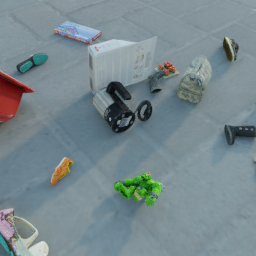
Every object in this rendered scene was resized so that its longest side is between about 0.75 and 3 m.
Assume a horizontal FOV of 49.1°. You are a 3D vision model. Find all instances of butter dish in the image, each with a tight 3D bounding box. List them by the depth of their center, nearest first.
[{"bbox_3d":[-5.207,-0.847,9.626,2.977,2.986,2.207,2,83,8],"label":"butter dish"}]

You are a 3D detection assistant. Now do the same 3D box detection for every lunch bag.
[{"bbox_3d":[2.681,-1.980,11.172,1.117,1.344,1.603,19,50,17],"label":"lunch bag"}]

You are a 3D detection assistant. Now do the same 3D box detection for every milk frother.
[{"bbox_3d":[-0.175,-0.797,10.407,1.671,1.508,1.572,16,28,-49],"label":"milk frother"}]

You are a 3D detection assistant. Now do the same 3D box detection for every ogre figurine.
[{"bbox_3d":[0.373,1.747,8.135,0.918,1.531,0.751,-22,92,-41],"label":"ogre figurine"}]

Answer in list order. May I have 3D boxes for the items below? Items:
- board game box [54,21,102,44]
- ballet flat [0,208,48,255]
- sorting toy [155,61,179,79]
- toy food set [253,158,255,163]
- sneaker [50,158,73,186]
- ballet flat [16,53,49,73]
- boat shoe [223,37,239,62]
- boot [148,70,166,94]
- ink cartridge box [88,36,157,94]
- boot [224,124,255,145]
[{"bbox_3d":[-2.649,-5.052,14.746,2.269,0.221,1.168,23,50,20],"label":"board game box"},{"bbox_3d":[-2.625,2.975,7.030,0.951,0.924,2.672,-26,49,-34],"label":"ballet flat"},{"bbox_3d":[1.749,-2.607,12.472,0.798,0.278,0.793,-22,51,-19],"label":"sorting toy"},{"bbox_3d":[4.733,1.395,8.853,1.424,0.224,0.905,13,49,11],"label":"toy food set"},{"bbox_3d":[-2.074,1.371,8.791,0.403,0.381,1.044,25,55,7],"label":"sneaker"},{"bbox_3d":[-4.393,-3.045,12.733,1.554,0.528,0.531,-36,48,-29],"label":"ballet flat"},{"bbox_3d":[4.961,-3.795,13.299,0.589,0.666,1.818,-2,47,5],"label":"boat shoe"},{"bbox_3d":[1.265,-1.931,11.713,0.867,0.346,0.953,-27,40,15],"label":"boot"},{"bbox_3d":[-0.242,-2.572,11.124,2.702,2.191,0.677,-25,59,-21],"label":"ink cartridge box"},{"bbox_3d":[4.030,0.256,9.843,1.095,0.359,0.903,6,50,-1],"label":"boot"}]
